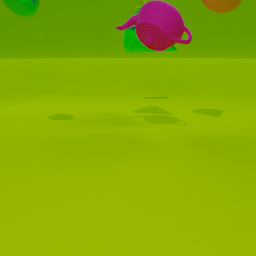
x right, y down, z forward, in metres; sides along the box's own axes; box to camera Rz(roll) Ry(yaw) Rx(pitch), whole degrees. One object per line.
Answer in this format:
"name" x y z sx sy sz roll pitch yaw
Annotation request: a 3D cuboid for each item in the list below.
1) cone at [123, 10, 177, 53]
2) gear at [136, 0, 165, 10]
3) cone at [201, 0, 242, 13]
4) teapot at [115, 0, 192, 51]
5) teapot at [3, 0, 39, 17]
"cone" 0.812 -2.435 7.793 1.344 1.339 1.339 34 30 22
"gear" 0.856 -4.236 9.773 1.094 1.094 0.202 0 26 -1
"cone" 2.344 -3.434 6.463 1.119 1.119 1.123 0 0 0
"teapot" 0.623 -2.317 6.551 1.883 0.922 1.171 23 -21 23
"teapot" -2.393 -3.034 6.370 0.865 0.681 1.392 28 -19 -24
